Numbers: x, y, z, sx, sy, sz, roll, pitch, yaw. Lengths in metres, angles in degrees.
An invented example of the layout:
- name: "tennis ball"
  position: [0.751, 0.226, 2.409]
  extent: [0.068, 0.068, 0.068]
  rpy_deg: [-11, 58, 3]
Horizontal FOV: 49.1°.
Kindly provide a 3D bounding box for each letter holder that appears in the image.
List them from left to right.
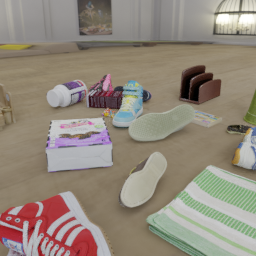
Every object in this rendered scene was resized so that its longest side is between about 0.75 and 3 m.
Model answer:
- name: "letter holder"
  position: [3.807, -2.330, 14.451]
  extent: [1.153, 1.629, 2.292]
  rpy_deg: [20, 29, 39]

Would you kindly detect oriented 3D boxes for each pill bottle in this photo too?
- name: "pill bottle"
  position: [-2.931, -1.629, 13.481]
  extent: [1.062, 1.062, 1.906]
  rpy_deg: [13, 25, 28]

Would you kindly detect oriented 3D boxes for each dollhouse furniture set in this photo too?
- name: "dollhouse furniture set"
  position: [-5.453, -0.764, 10.828]
  extent: [1.796, 1.463, 1.708]
  rpy_deg: [-21, 30, -41]

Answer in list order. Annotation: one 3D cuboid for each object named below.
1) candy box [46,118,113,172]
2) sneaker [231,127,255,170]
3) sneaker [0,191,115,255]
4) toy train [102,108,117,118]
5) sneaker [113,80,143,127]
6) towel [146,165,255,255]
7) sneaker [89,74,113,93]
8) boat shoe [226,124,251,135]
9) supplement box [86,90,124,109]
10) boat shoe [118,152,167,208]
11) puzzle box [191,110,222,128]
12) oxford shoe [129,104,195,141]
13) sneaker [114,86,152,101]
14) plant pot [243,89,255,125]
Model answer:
- name: "candy box"
  position: [-1.540, 0.430, 8.794]
  extent: [1.840, 0.785, 2.194]
  rpy_deg: [-4, 23, -10]
- name: "sneaker"
  position: [3.834, 0.676, 8.472]
  extent: [0.916, 0.782, 2.077]
  rpy_deg: [23, 37, 24]
- name: "sneaker"
  position: [-1.276, 2.013, 4.660]
  extent: [1.555, 0.985, 2.764]
  rpy_deg: [-8, 16, -28]
- name: "toy train"
  position: [-0.732, -0.700, 12.268]
  extent: [0.954, 0.265, 0.717]
  rpy_deg: [15, 27, 34]
- name: "sneaker"
  position: [-0.012, -1.061, 11.424]
  extent: [0.957, 1.571, 2.407]
  rpy_deg: [7, 24, 14]
- name: "towel"
  position: [2.086, 1.785, 6.087]
  extent: [2.234, 0.343, 2.929]
  rpy_deg: [19, 29, 36]
- name: "sneaker"
  position: [-1.507, -2.221, 15.251]
  extent: [1.275, 1.056, 2.674]
  rpy_deg: [-10, 20, 6]
- name: "boat shoe"
  position: [4.133, 0.032, 10.316]
  extent: [0.938, 0.304, 0.343]
  rpy_deg: [-4, 50, 6]
- name: "supplement box"
  position: [-0.882, -1.380, 13.465]
  extent: [1.999, 0.609, 1.088]
  rpy_deg: [3, 23, 10]
- name: "boat shoe"
  position: [0.310, 1.305, 6.922]
  extent: [0.585, 0.706, 1.964]
  rpy_deg: [-37, 5, 41]
- name: "puzzle box"
  position: [2.982, -0.427, 11.690]
  extent: [1.015, 0.194, 1.525]
  rpy_deg: [-20, 30, -38]
- name: "oxford shoe"
  position: [1.245, -0.115, 10.262]
  extent: [2.775, 1.043, 0.801]
  rpy_deg: [-20, -13, -25]
- name: "sneaker"
  position: [0.254, -1.717, 14.422]
  extent: [2.051, 0.719, 0.841]
  rpy_deg: [15, 10, 27]
- name: "plant pot"
  position: [5.577, -0.948, 11.381]
  extent: [1.473, 1.399, 1.473]
  rpy_deg: [0, 21, 0]
